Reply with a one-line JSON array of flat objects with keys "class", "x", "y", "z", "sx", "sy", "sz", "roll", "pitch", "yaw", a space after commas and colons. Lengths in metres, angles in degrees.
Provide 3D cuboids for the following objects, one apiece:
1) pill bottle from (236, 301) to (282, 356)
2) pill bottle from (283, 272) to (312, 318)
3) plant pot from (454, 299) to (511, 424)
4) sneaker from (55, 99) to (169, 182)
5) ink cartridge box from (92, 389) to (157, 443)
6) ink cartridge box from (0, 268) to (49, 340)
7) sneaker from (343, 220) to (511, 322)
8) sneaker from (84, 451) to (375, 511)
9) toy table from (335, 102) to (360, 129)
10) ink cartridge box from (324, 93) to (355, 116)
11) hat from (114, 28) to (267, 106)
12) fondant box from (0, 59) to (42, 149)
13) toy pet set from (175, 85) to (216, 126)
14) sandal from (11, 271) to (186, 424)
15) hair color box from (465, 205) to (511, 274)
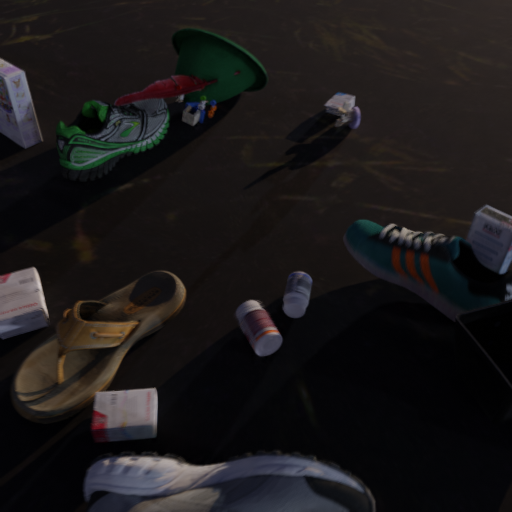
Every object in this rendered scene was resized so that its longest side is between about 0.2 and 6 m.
[{"class": "pill bottle", "x": 0.029, "y": 1.167, "z": 9.162, "sx": 0.495, "sy": 0.495, "sz": 0.867, "roll": -17, "pitch": 45, "yaw": -18}, {"class": "pill bottle", "x": 0.712, "y": 0.680, "z": 9.753, "sx": 0.438, "sy": 0.438, "sz": 0.769, "roll": 8, "pitch": 43, "yaw": 9}, {"class": "plant pot", "x": 3.729, "y": 1.605, "z": 8.105, "sx": 1.413, "sy": 1.256, "sz": 1.416, "roll": -13, "pitch": 43, "yaw": -13}, {"class": "sneaker", "x": -3.269, "y": -3.093, "z": 13.247, "sx": 1.307, "sy": 1.427, "sz": 3.351, "roll": 22, "pitch": 45, "yaw": 23}, {"class": "ink cartridge box", "x": -1.863, "y": 2.275, "z": 7.995, "sx": 0.861, "sy": 0.369, "sz": 0.635, "roll": -1, "pitch": 42, "yaw": -7}, {"class": "ink cartridge box", "x": -4.066, "y": 0.799, "z": 9.595, "sx": 0.806, "sy": 0.470, "sz": 1.107, "roll": -16, "pitch": 43, "yaw": -18}, {"class": "sneaker", "x": 2.981, "y": -0.005, "z": 9.720, "sx": 3.065, "sy": 1.225, "sz": 1.094, "roll": 33, "pitch": 39, "yaw": 24}, {"class": "sneaker", "x": -0.343, "y": 3.111, "z": 6.575, "sx": 3.463, "sy": 1.280, "sz": 1.373, "roll": -4, "pitch": 51, "yaw": 4}, {"class": "toy table", "x": 2.360, "y": -3.607, "z": 14.443, "sx": 0.445, "sy": 0.699, "sz": 0.760, "roll": 10, "pitch": 28, "yaw": -13}, {"class": "ink cartridge box", "x": 2.242, "y": -4.068, "z": 15.178, "sx": 0.525, "sy": 0.302, "sz": 0.906, "roll": 22, "pitch": 46, "yaw": 23}, {"class": "hat", "x": -1.634, "y": -4.073, "z": 14.748, "sx": 3.158, "sy": 2.616, "sz": 2.780, "roll": 23, "pitch": 81, "yaw": -8}, {"class": "fondant box", "x": -5.979, "y": -3.717, "z": 13.621, "sx": 1.334, "sy": 1.849, "sz": 0.539, "roll": 31, "pitch": 51, "yaw": 29}, {"class": "toy pet set", "x": -1.486, "y": -3.874, "z": 14.372, "sx": 1.105, "sy": 1.032, "sz": 0.587, "roll": 27, "pitch": 49, "yaw": 6}, {"class": "sandal", "x": -2.452, "y": 1.133, "z": 8.876, "sx": 1.367, "sy": 0.919, "sz": 3.404, "roll": 26, "pitch": 48, "yaw": 26}, {"class": "hair color box", "x": 3.995, "y": -0.029, "z": 9.716, "sx": 0.457, "sy": 1.509, "sz": 0.747, "roll": -29, "pitch": 49, "yaw": -35}]
